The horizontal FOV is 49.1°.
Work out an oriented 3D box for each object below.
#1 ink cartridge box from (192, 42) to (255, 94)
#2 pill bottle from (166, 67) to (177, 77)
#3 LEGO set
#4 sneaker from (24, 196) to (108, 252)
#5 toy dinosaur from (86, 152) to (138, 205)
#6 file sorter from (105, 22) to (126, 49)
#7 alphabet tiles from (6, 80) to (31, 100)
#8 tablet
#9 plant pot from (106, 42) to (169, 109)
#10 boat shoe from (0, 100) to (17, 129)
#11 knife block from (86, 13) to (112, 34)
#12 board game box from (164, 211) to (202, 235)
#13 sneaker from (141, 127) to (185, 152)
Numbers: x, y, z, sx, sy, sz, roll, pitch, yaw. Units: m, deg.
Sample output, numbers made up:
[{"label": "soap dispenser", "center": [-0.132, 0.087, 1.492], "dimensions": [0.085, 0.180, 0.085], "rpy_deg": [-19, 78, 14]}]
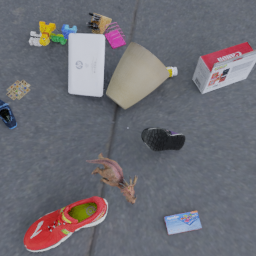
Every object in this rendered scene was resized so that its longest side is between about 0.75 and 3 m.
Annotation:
[{"label": "ink cartridge box", "center": [4.073, -2.642, 11.646], "dimensions": [2.262, 1.986, 0.948], "rpy_deg": [-19, 65, -10]}, {"label": "pill bottle", "center": [1.768, -2.486, 12.438], "dimensions": [0.771, 0.441, 0.441], "rpy_deg": [-6, 63, -4]}, {"label": "LEGO set", "center": [-3.385, -4.052, 12.877], "dimensions": [2.918, 1.113, 1.197], "rpy_deg": [10, 63, 6]}, {"label": "sneaker", "center": [-2.082, 2.983, 9.176], "dimensions": [2.949, 1.252, 1.136], "rpy_deg": [-26, 66, -12]}, {"label": "toy dinosaur", "center": [-0.367, 1.361, 8.277], "dimensions": [1.229, 1.813, 0.778], "rpy_deg": [10, 56, 51]}, {"label": "file sorter", "center": [-0.621, -4.425, 13.329], "dimensions": [0.690, 0.623, 0.993], "rpy_deg": [-23, 65, -12]}, {"label": "alphabet tiles", "center": [-4.792, -1.669, 12.252], "dimensions": [0.829, 0.032, 0.996], "rpy_deg": [35, 68, 17]}, {"label": "tablet", "center": [-1.725, -2.558, 11.422], "dimensions": [1.592, 0.167, 2.447], "rpy_deg": [8, 104, 16]}, {"label": "plant pot", "center": [0.177, -1.935, 11.409], "dimensions": [2.075, 2.075, 2.216], "rpy_deg": [40, 90, 18]}, {"label": "boat shoe", "center": [-5.018, -0.682, 11.458], "dimensions": [0.657, 0.536, 1.561], "rpy_deg": [-40, 70, -18]}, {"label": "knife block", "center": [-1.372, -5.179, 13.282], "dimensions": [0.508, 1.393, 1.587], "rpy_deg": [24, 65, 11]}, {"label": "board game box", "center": [1.893, 3.271, 9.673], "dimensions": [1.183, 0.115, 0.609], "rpy_deg": [-9, 65, -4]}, {"label": "sneaker", "center": [1.072, 0.345, 10.125], "dimensions": [0.947, 2.162, 0.819], "rpy_deg": [28, 100, 44]}]
